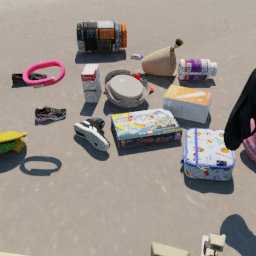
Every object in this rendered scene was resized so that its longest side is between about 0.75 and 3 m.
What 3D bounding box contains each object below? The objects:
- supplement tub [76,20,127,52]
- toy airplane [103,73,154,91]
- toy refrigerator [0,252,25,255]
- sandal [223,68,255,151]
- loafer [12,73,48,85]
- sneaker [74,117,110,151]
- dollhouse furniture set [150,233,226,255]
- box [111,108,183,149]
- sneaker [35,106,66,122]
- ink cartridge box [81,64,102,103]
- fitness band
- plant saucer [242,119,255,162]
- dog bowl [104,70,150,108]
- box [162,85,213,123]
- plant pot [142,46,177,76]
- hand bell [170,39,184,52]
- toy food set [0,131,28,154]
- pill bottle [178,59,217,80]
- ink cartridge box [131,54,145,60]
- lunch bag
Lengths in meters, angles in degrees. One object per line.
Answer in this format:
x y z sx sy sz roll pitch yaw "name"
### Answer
-1.525 -5.344 16.365 2.865 1.756 1.756 -3 37 -5 "supplement tub"
-0.109 -2.190 13.260 2.570 0.473 2.570 -1 36 1 "toy airplane"
-2.564 3.148 5.858 2.346 0.891 0.821 5 37 7 "toy refrigerator"
3.032 -0.376 6.976 0.863 2.296 0.550 0 26 -32 "sandal"
-4.756 -2.444 13.543 1.677 0.528 0.603 -9 38 -12 "loafer"
-1.051 0.090 10.085 1.801 0.658 1.007 29 47 35 "sneaker"
1.385 2.613 6.567 1.564 1.239 1.110 9 22 16 "dollhouse furniture set"
0.638 -0.030 10.423 2.325 0.438 1.588 -8 38 -10 "box"
-3.074 -0.622 11.121 1.284 0.554 0.516 -13 40 -18 "sneaker"
-1.567 -1.936 12.182 0.578 1.380 0.996 2 37 9 "ink cartridge box"
-2.732 -1.781 9.130 1.385 0.259 0.995 -11 56 2 "fitness band"
5.063 0.169 9.068 2.590 0.656 2.590 -3 66 7 "plant saucer"
-0.096 -1.677 12.106 1.999 0.586 1.999 9 46 -10 "dog bowl"
2.394 -0.992 11.346 1.765 0.860 1.098 14 39 18 "box"
1.532 -3.260 14.092 1.544 1.446 1.446 -3 34 24 "plant pot"
2.158 -3.696 12.870 0.427 0.820 0.427 6 72 -19 "hand bell"
-4.494 0.649 9.430 2.240 0.732 1.318 -10 14 -16 "toy food set"
3.398 -2.872 13.733 1.759 0.989 0.989 0 37 0 "pill bottle"
0.562 -4.076 16.043 0.767 0.142 0.363 13 39 13 "ink cartridge box"
2.537 0.806 9.086 1.623 0.765 2.025 5 36 9 "lunch bag"
